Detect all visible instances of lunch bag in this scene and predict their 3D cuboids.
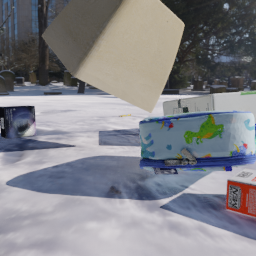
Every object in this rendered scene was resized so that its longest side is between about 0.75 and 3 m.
[{"bbox_3d":[1.368,0.239,5.274,1.978,1.015,2.461,-5,-3,18],"label":"lunch bag"}]

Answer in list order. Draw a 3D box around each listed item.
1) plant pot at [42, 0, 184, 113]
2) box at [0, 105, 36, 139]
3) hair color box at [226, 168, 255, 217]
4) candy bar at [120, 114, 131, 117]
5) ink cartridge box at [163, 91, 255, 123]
[{"bbox_3d":[-0.206,-2.383,7.321,2.680,2.376,2.684,21,20,-43],"label":"plant pot"},{"bbox_3d":[-3.670,-0.229,9.359,1.013,1.021,0.629,-8,11,-40],"label":"box"},{"bbox_3d":[2.138,0.930,3.626,1.485,0.455,0.754,7,11,40],"label":"hair color box"},{"bbox_3d":[-0.157,-0.699,15.561,0.219,0.098,0.880,8,12,41],"label":"candy bar"},{"bbox_3d":[2.737,-0.481,9.224,2.110,1.196,2.878,-6,4,-20],"label":"ink cartridge box"}]
